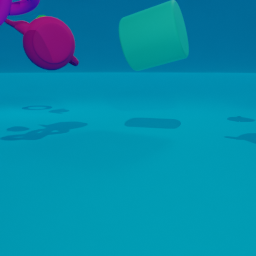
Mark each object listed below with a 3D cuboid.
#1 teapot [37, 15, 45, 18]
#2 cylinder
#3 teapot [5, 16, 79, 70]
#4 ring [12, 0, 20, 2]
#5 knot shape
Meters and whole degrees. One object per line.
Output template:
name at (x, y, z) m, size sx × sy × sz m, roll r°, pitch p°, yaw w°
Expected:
teapot at (-2.777, -3.149, 9.037) m, size 0.676 × 0.859 × 1.381 m, roll 35°, pitch 21°, yaw -31°
cylinder at (0.680, -2.289, 7.080) m, size 1.396 × 1.396 × 1.396 m, roll -10°, pitch 8°, yaw 23°
teapot at (-2.019, -2.071, 6.818) m, size 1.988 × 1.236 × 0.974 m, roll 29°, pitch -6°, yaw -34°
ring at (-4.049, -4.344, 9.196) m, size 1.339 × 1.339 × 0.268 m, roll 4°, pitch -19°, yaw 19°
knot shape at (-2.404, -2.557, 5.211) m, size 0.776 × 1.679 × 1.571 m, roll 40°, pitch 19°, yaw 26°
